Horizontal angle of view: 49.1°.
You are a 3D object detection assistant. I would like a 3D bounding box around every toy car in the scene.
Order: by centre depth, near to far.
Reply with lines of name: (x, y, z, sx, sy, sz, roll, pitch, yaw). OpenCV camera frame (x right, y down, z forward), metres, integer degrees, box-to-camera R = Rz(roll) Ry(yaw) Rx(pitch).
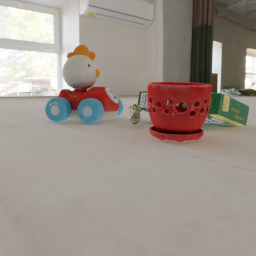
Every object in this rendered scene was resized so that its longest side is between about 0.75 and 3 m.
toy car: (-1.368, -1.523, 9.345, 2.194, 2.481, 2.286, 4, 9, 18)

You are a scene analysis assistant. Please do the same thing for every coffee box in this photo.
coffee box: (1.840, -0.597, 8.297, 2.833, 0.623, 1.742, 8, -3, 44)

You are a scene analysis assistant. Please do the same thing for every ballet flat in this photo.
ballet flat: (0.160, -0.418, 7.826, 0.400, 0.360, 1.062, 34, 24, -7)

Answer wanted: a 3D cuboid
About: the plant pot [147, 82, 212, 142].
plant pot: (1.038, -0.354, 5.795, 1.290, 1.174, 1.290, 0, 10, 0)
